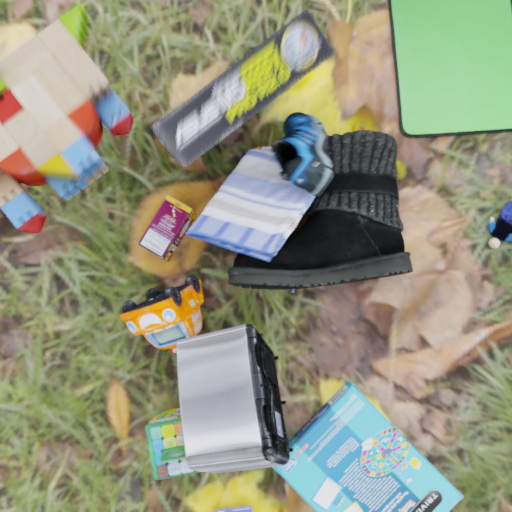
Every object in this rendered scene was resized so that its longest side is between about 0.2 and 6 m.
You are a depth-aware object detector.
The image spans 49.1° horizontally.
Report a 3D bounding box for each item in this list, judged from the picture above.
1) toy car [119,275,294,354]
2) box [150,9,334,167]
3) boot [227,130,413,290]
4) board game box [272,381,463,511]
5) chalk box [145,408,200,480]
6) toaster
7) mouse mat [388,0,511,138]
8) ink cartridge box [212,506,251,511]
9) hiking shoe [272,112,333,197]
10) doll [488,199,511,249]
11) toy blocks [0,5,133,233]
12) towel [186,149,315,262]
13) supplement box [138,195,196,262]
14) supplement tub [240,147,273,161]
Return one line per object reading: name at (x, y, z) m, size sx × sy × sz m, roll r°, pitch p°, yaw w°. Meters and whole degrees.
toy car at (-0.416, 0.699, 9.350) m, size 3.430 × 1.682 × 1.141 m, roll -19°, pitch 95°, yaw -1°
box at (-0.435, -2.511, 8.810) m, size 2.579 × 3.220 × 0.713 m, roll -37°, pitch 106°, yaw -1°
boot at (0.993, -0.757, 9.366) m, size 3.389 × 1.275 × 2.533 m, roll -6°, pitch 85°, yaw -24°
board game box at (1.838, 3.761, 9.535) m, size 1.942 × 0.604 × 2.573 m, roll -44°, pitch 86°, yaw -4°
chalk box at (-1.255, 3.050, 9.187) m, size 0.900 × 1.443 × 0.894 m, roll -10°, pitch 84°, yaw -1°
toaster at (-0.298, 2.286, 8.716) m, size 1.332 × 2.246 × 2.031 m, roll -12°, pitch 66°, yaw 6°
mouse mat at (3.772, -3.711, 10.546) m, size 2.388 × 0.112 × 2.968 m, roll -3°, pitch 85°, yaw 0°
ink cartridge box at (-0.355, 4.906, 9.611) m, size 0.710 × 0.250 × 1.189 m, roll -7°, pitch 87°, yaw -1°
hiking shoe at (0.648, -1.766, 8.820) m, size 0.820 × 1.892 × 0.704 m, roll 18°, pitch 127°, yaw -26°
doll at (4.545, -0.542, 10.155) m, size 0.666 × 0.236 × 0.976 m, roll 36°, pitch 85°, yaw 4°
toy blocks at (-3.127, -1.825, 8.321) m, size 3.147 × 1.572 × 2.151 m, roll -39°, pitch 89°, yaw -7°
towel at (0.064, -0.906, 8.965) m, size 1.591 × 0.258 × 2.167 m, roll 17°, pitch 54°, yaw 24°
supplement box at (-1.565, -0.477, 9.932) m, size 0.524 × 0.665 × 1.015 m, roll 30°, pitch 86°, yaw 3°
supplement tub at (0.255, -1.691, 10.080) m, size 1.037 × 0.555 × 0.555 m, roll 0°, pitch 84°, yaw 10°
